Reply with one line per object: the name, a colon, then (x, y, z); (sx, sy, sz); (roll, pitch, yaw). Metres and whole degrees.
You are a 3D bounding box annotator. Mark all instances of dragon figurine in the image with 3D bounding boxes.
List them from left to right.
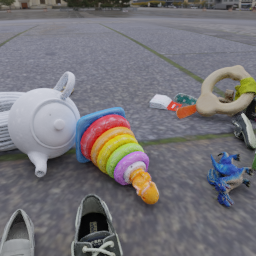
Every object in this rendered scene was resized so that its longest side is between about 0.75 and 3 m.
dragon figurine: (2.140, 0.957, 6.385); (0.980, 0.580, 1.970); (-2, 28, -5)

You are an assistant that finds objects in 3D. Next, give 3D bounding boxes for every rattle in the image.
rattle: (3.127, -0.903, 10.056); (2.716, 1.768, 1.940); (-33, -13, 12)

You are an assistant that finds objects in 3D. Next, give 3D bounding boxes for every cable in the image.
cable: (-3.795, -0.326, 8.515); (2.849, 0.986, 2.849); (-18, 32, -32)

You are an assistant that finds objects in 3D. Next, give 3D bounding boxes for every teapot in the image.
teapot: (-1.901, -0.143, 6.872); (1.918, 1.943, 1.419); (-30, 16, -31)

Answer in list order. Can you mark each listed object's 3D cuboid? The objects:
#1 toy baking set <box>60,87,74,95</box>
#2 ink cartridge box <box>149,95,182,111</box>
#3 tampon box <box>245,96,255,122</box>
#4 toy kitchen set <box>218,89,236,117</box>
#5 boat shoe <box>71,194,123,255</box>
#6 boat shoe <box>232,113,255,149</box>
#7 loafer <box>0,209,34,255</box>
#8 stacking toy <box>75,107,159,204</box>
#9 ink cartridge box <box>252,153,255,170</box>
toy baking set: (-2.870, -1.511, 11.918); (1.020, 0.155, 1.329); (-2, 26, 2)
ink cartridge box: (1.461, -0.970, 10.675); (1.095, 0.312, 0.890); (6, 26, 21)
tampon box: (4.628, -0.686, 9.558); (0.958, 0.718, 0.605); (-11, 28, -21)
toy kitchen set: (3.539, -0.940, 10.105); (0.850, 0.694, 0.767); (21, 33, 36)
boat shoe: (-0.497, 1.936, 4.215); (0.820, 0.739, 2.320); (-6, 27, -13)
boat shoe: (3.422, 0.154, 8.274); (0.517, 0.550, 1.531); (-30, 23, 25)
loafer: (-1.740, 1.979, 4.290); (0.599, 0.598, 1.713); (-7, 27, -15)
stacking toy: (-0.080, 0.737, 6.320); (1.377, 1.457, 2.510); (-17, 42, -29)
ink cartridge box: (3.831, 0.612, 7.195); (0.840, 0.480, 1.617); (16, 31, 30)
